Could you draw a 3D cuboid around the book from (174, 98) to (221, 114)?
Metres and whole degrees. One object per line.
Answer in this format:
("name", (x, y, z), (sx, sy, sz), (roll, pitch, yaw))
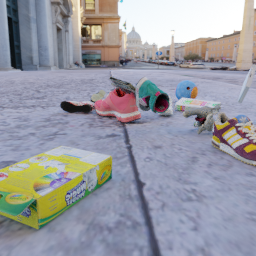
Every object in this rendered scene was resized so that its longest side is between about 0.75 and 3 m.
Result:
("book", (3.163, -0.965, 12.716), (1.829, 0.440, 1.222), (9, 20, 25))

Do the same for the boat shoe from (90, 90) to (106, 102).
("boat shoe", (-1.675, -1.653, 15.257), (0.427, 0.498, 1.362), (-42, 5, 32))

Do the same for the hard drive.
("hard drive", (3.985, -1.453, 9.390), (0.167, 0.824, 1.249), (18, -14, 16))

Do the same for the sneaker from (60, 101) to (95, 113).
("sneaker", (-2.161, -0.945, 12.360), (1.490, 0.497, 0.798), (6, 13, 16))

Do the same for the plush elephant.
("plush elephant", (2.476, -0.184, 8.882), (1.180, 0.972, 0.913), (-27, 39, 33))

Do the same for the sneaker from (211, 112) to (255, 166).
("sneaker", (2.874, 0.208, 6.895), (0.819, 0.985, 2.186), (-7, 16, -25))

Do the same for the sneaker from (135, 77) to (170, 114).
("sneaker", (0.794, -0.774, 8.541), (1.005, 0.696, 1.664), (43, -11, 21))

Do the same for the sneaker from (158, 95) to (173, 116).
("sneaker", (1.594, -0.985, 11.851), (0.627, 0.799, 1.609), (2, 15, 6))

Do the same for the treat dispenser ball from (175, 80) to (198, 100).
("treat dispenser ball", (3.078, -1.912, 14.741), (1.182, 1.182, 1.182), (0, 15, 0))

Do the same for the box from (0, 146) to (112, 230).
("box", (-1.432, 0.953, 4.936), (1.374, 0.566, 2.341), (9, 14, 28))

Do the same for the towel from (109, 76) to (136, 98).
("towel", (0.123, -1.359, 10.728), (1.615, 0.279, 1.555), (34, -2, -37))

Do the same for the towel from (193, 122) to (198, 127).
("towel", (2.897, -0.108, 9.781), (0.748, 0.154, 1.003), (-14, 20, -40))

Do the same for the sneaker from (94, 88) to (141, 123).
("sneaker", (-0.457, -1.053, 11.153), (1.007, 1.186, 2.734), (-19, 22, -34))
